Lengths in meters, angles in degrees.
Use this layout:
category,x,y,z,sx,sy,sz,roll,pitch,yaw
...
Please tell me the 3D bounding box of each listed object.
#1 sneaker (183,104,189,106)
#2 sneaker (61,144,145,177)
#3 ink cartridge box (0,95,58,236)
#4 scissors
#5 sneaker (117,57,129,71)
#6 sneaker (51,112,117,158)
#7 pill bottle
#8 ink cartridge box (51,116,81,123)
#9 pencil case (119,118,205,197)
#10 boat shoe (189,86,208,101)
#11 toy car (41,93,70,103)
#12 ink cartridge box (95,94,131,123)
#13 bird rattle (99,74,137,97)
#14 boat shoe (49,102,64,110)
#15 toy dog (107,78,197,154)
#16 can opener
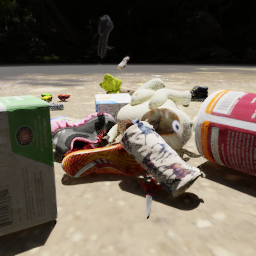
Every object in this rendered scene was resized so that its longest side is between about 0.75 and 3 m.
category,x,y,z,sx,sy,sz,roll,pitch,yaw
sneaker,2.600,-1.216,12.554,0.342,0.373,0.891,1,15,3
sneaker,-0.423,0.609,5.547,1.742,0.636,0.672,1,2,-12
ink cartridge box,-2.253,0.551,3.566,2.384,1.733,1.043,-10,18,-32
scissors,0.325,1.107,4.728,0.482,0.092,1.318,8,18,20
sneaker,-0.162,-2.911,12.803,0.313,0.764,0.285,38,-16,-1
sneaker,-0.973,0.242,6.901,1.029,0.852,2.157,37,35,30
pill bottle,2.779,0.210,5.135,1.578,1.578,2.794,-13,20,-39
ink cartridge box,-1.966,-0.068,8.529,1.630,0.342,0.973,10,18,37
pencil case,0.556,0.502,4.857,1.540,0.689,0.599,44,-3,27
boat shoe,3.126,-1.698,13.650,1.580,0.717,0.559,0,15,-1
toy car,-3.715,-1.452,13.505,1.415,0.335,1.504,14,20,43
ink cartridge box,-0.526,-0.766,10.169,1.315,0.775,2.284,-2,16,-8
bird rattle,-0.036,-1.542,12.288,2.507,1.412,2.044,-1,-1,-14
boat shoe,-3.104,-0.909,11.541,0.934,0.320,0.336,3,16,10
toy dog,0.604,-0.125,6.501,2.210,1.590,2.279,-16,19,-10
can opener,-0.649,-2.367,7.277,0.437,1.112,0.353,-10,48,-25
